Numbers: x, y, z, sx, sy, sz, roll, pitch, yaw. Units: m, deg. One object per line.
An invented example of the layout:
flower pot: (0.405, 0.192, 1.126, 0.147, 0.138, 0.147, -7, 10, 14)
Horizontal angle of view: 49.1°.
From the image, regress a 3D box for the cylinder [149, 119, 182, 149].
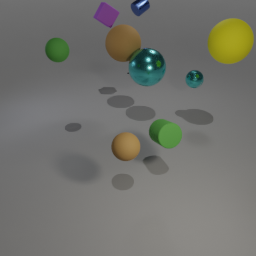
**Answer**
cylinder: (1.021, 0.146, 7.716, 0.700, 0.700, 0.700, -9, 14, -16)

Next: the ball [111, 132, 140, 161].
ball: (-0.054, 0.452, 6.783, 0.700, 0.700, 0.700, 0, 29, 0)

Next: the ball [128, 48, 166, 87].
ball: (0.714, -2.249, 10.412, 1.400, 1.400, 1.400, 0, 29, 0)

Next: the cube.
cube: (-0.880, -4.568, 11.317, 0.700, 0.700, 0.700, 26, 13, -28)

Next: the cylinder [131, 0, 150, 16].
cylinder: (0.608, -6.042, 13.889, 0.700, 0.700, 0.700, -42, 42, -10)

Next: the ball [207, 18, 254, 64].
ball: (3.289, -2.783, 9.025, 1.400, 1.400, 1.400, 0, 29, 0)

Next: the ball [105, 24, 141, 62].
ball: (-0.185, -3.295, 10.923, 1.400, 1.400, 1.400, 0, 29, 0)

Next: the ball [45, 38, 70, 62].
ball: (-2.070, -2.279, 8.201, 0.700, 0.700, 0.700, 0, 29, 0)

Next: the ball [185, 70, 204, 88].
ball: (2.577, -1.892, 10.854, 0.700, 0.700, 0.700, 0, 29, 0)
